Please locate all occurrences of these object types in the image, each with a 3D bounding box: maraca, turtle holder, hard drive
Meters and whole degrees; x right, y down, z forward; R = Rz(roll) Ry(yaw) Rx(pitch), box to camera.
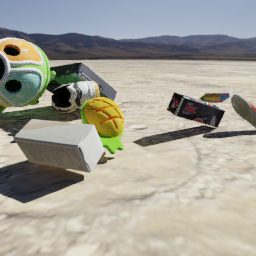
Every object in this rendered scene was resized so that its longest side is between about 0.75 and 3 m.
[{"bbox_3d":[-0.552,-0.081,6.296,1.100,0.858,1.605,17,40,-24],"label":"maraca"},{"bbox_3d":[-3.779,-1.536,8.519,2.672,2.030,1.897,-23,2,13],"label":"turtle holder"},{"bbox_3d":[-1.973,-1.555,10.148,2.714,0.514,1.896,4,-22,42],"label":"hard drive"}]

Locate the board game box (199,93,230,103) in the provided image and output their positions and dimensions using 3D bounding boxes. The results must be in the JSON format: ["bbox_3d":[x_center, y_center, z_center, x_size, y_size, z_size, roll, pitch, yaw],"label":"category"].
[{"bbox_3d":[3.305,-1.151,10.758,0.926,0.187,0.708,-1,-12,-7],"label":"board game box"}]

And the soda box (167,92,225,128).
[{"bbox_3d":[1.929,-0.491,7.868,1.648,0.583,0.522,12,18,-30],"label":"soda box"}]

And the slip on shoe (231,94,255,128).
[{"bbox_3d":[3.452,-0.482,7.952,1.306,0.484,0.400,43,52,4],"label":"slip on shoe"}]

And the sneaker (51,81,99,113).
[{"bbox_3d":[-1.951,-0.979,8.613,1.091,0.941,2.489,-10,0,-39],"label":"sneaker"}]

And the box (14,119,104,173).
[{"bbox_3d":[-1.312,0.321,5.368,1.535,0.729,0.597,6,43,25],"label":"box"}]
